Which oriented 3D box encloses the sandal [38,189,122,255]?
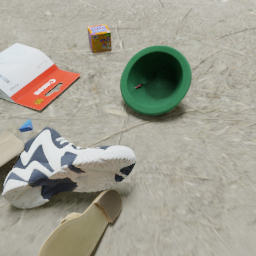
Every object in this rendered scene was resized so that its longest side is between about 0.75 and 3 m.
[{"bbox_3d":[-1.000,2.054,5.640,2.224,0.731,0.815,-35,96,-49],"label":"sandal"}]

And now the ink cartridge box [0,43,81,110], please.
[{"bbox_3d":[-3.479,-1.855,9.588,2.907,0.687,2.327,18,46,20],"label":"ink cartridge box"}]

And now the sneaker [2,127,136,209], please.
[{"bbox_3d":[-1.349,0.555,6.498,2.932,1.170,1.908,-22,44,10],"label":"sneaker"}]

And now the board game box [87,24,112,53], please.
[{"bbox_3d":[-1.154,-3.628,11.357,0.793,0.792,0.793,-12,45,-13],"label":"board game box"}]

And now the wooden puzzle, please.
[{"bbox_3d":[-3.308,0.732,6.755,2.556,0.299,1.724,-36,28,-15],"label":"wooden puzzle"}]

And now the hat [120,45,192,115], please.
[{"bbox_3d":[1.114,-1.369,9.436,2.141,2.275,2.585,27,85,18],"label":"hat"}]
